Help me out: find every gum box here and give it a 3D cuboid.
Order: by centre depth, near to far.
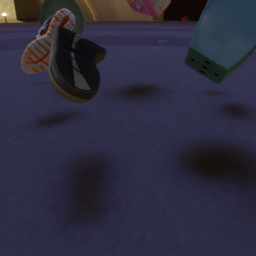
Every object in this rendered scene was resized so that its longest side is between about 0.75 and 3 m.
[{"bbox_3d":[0.351,-4.658,8.964,1.312,2.312,0.764,36,85,39],"label":"gum box"}]

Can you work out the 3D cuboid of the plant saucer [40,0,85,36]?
[{"bbox_3d":[-2.184,-3.581,9.433,1.695,1.695,0.232,8,25,17],"label":"plant saucer"}]

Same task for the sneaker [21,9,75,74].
[{"bbox_3d":[-2.093,-2.198,7.232,0.737,0.747,1.909,24,75,51],"label":"sneaker"}]

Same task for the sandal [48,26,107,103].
[{"bbox_3d":[-0.873,-0.979,4.359,0.895,0.643,2.254,25,31,-16],"label":"sandal"}]

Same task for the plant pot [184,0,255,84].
[{"bbox_3d":[1.810,-1.718,4.850,1.210,1.712,1.209,34,-3,8],"label":"plant pot"}]
